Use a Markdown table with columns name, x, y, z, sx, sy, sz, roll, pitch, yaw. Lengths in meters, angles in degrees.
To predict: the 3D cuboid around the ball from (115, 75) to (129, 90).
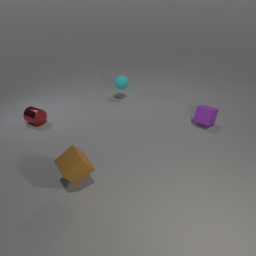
| name | x | y | z | sx | sy | sz | roll | pitch | yaw |
| --- | --- | --- | --- | --- | --- | --- | --- | --- | --- |
| ball | -0.315 | -2.267 | 13.942 | 0.700 | 0.700 | 0.700 | 0 | 29 | 0 |

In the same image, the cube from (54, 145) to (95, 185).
| name | x | y | z | sx | sy | sz | roll | pitch | yaw |
| --- | --- | --- | --- | --- | --- | --- | --- | --- | --- |
| cube | -1.490 | 1.044 | 7.875 | 0.700 | 0.700 | 0.700 | -41 | 55 | 0 |

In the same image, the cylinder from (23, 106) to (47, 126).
| name | x | y | z | sx | sy | sz | roll | pitch | yaw |
| --- | --- | --- | --- | --- | --- | --- | --- | --- | --- |
| cylinder | -3.954 | -0.513 | 11.938 | 0.700 | 0.700 | 0.700 | 17 | 33 | 27 |

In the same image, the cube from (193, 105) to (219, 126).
| name | x | y | z | sx | sy | sz | roll | pitch | yaw |
| --- | --- | --- | --- | --- | --- | --- | --- | --- | --- |
| cube | 3.274 | -0.538 | 11.778 | 0.700 | 0.700 | 0.700 | 24 | 21 | 34 |
